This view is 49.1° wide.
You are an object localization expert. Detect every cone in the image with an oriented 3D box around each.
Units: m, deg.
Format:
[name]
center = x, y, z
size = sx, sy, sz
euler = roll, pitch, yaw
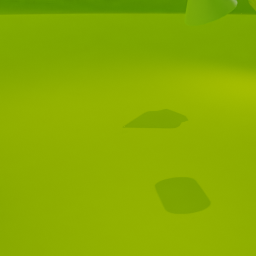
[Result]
[cone]
center = 1.951, -3.682, 7.287
size = 1.426, 1.431, 1.426
euler = -20, 35, 15

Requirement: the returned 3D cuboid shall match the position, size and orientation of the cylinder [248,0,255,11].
[cylinder]
center = 2.387, -2.095, 4.412
size = 0.759, 0.759, 0.759
euler = 0, 43, -1
